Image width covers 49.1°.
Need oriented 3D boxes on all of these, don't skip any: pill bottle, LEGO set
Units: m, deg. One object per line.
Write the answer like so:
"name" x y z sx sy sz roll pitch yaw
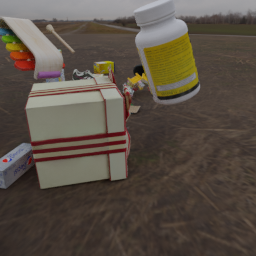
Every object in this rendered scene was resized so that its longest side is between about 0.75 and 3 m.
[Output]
"pill bottle" 0.879 -1.757 6.548 1.221 2.194 1.221 -17 28 9
"LEGO set" 0.585 -1.773 12.297 2.203 0.820 1.013 -11 59 -36

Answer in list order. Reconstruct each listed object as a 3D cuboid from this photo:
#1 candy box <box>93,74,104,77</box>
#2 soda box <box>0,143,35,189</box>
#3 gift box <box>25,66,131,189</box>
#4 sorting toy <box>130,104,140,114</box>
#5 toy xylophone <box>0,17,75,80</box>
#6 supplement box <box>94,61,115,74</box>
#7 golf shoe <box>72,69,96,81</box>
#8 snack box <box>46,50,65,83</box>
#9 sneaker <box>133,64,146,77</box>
"candy box" -1.956 -2.802 15.161 1.195 0.158 0.611 1 20 2
"soda box" -2.486 0.794 6.166 0.406 0.437 1.280 6 23 14
"gift box" -1.006 -0.155 6.333 2.110 2.085 2.259 -6 29 -10
"sorting toy" 0.120 -0.716 10.194 0.641 0.128 0.867 1 26 16
"toy xylophone" -2.577 -2.326 7.871 1.759 0.604 2.403 -9 53 -46
"supplement box" -1.370 -3.522 16.313 1.103 0.604 0.600 -15 26 -33
"golf shoe" -1.802 -2.313 13.222 1.776 0.782 0.686 6 22 10
"snack box" -2.761 -1.910 10.698 0.513 1.937 1.377 -3 23 -5
"sneaker" 1.624 -3.024 14.884 2.810 0.844 1.465 4 24 -5
